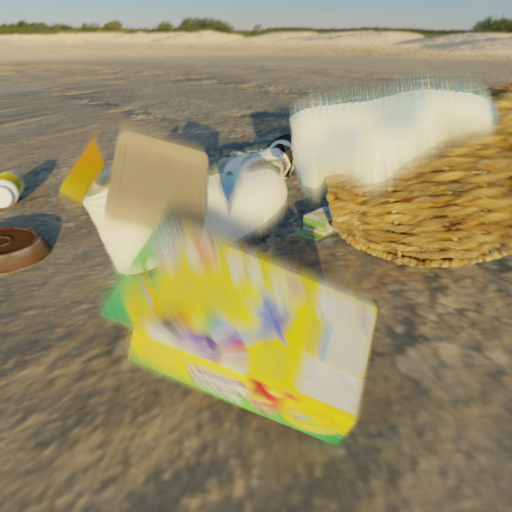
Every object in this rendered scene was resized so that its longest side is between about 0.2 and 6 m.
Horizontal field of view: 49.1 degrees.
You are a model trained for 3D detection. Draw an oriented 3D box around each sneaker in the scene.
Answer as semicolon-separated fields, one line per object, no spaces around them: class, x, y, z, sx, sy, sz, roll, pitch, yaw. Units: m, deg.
sneaker;-1.074;-0.979;8.438;2.994;1.730;1.103;-24;39;-3
sneaker;1.691;-1.463;7.101;2.502;1.010;0.957;-6;0;21
sneaker;0.485;-2.107;13.073;2.667;0.988;1.180;-27;34;-28

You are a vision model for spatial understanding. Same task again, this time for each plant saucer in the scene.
plant saucer;-4.331;-0.132;9.454;1.651;0.284;1.651;1;24;0

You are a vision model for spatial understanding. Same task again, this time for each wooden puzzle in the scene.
wooden puzzle;-1.334;-0.954;7.573;2.244;0.262;1.514;18;57;-14

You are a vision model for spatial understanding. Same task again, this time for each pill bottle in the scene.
pill bottle;-5.295;-1.387;11.833;0.588;0.588;1.045;-4;24;-10

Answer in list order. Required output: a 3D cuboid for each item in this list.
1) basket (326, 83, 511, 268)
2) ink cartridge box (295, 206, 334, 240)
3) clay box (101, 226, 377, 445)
basket;3.241;-1.332;9.173;2.644;2.533;3.549;-26;21;-40
ink cartridge box;1.222;-0.622;10.499;0.522;0.298;1.005;20;31;37
clay box;-0.135;0.721;5.772;2.558;0.609;1.470;22;45;2
